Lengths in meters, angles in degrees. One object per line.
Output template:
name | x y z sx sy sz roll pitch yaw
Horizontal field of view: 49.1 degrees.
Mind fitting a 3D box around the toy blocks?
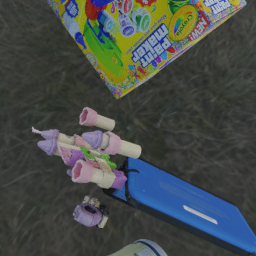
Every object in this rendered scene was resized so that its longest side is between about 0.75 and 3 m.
toy blocks | -0.811 0.495 4.284 1.241 1.378 1.474 19 103 -32

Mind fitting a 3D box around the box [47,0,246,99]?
box | 0.234 -2.489 5.552 1.659 2.720 2.619 -39 94 -40

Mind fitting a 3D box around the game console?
game console | 0.737 1.596 4.956 2.334 1.992 1.381 26 107 -9

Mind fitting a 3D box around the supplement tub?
supplement tub | -0.093 2.525 4.364 1.515 1.099 1.099 -8 69 -41
